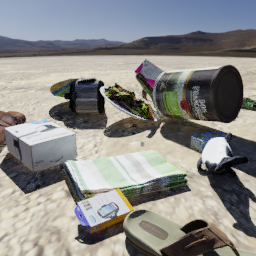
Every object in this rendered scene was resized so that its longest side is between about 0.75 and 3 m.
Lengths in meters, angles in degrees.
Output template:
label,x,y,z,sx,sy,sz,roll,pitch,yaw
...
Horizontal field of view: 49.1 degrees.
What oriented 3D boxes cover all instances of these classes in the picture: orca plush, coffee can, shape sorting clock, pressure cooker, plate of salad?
label,x,y,z,sx,sy,sz,roll,pitch,yaw
orca plush,2.651,0.856,7.407,0.900,1.331,2.531,40,-4,2
coffee can,2.764,-1.343,11.271,2.127,2.127,2.907,-15,15,-38
shape sorting clock,-2.715,-2.127,14.932,2.821,0.553,2.821,-11,-12,-2
pressure cooker,-2.059,-1.473,13.238,1.863,1.639,1.664,0,53,3
plate of salad,0.164,-1.215,12.451,2.958,0.710,2.958,24,22,-10

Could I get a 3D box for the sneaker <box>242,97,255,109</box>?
label,x,y,z,sx,sy,sz,roll,pitch,yaw
sneaker,6.236,-1.215,14.262,1.443,0.555,0.639,8,28,29

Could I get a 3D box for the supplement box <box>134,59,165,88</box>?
label,x,y,z,sx,sy,sz,roll,pitch,yaw
supplement box,1.353,-2.567,14.372,1.844,0.933,0.953,42,-1,24

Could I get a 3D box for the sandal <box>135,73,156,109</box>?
label,x,y,z,sx,sy,sz,roll,pitch,yaw
sandal,0.796,-1.667,12.695,0.535,1.875,0.744,-27,26,22

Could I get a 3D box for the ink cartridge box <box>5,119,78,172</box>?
label,x,y,z,sx,sy,sz,roll,pitch,yaw
ink cartridge box,-2.722,0.454,8.711,1.458,0.841,2.010,-16,24,-39

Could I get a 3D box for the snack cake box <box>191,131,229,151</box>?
label,x,y,z,sx,sy,sz,roll,pitch,yaw
snack cake box,2.782,0.435,9.526,1.106,0.372,0.636,-8,19,-21

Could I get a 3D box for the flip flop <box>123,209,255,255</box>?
label,x,y,z,sx,sy,sz,roll,pitch,yaw
flip flop,1.047,1.867,4.654,2.680,0.772,1.087,15,24,38

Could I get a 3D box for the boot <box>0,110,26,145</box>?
label,x,y,z,sx,sy,sz,roll,pitch,yaw
boot,-5.425,0.091,9.899,2.772,0.955,2.974,-1,23,4

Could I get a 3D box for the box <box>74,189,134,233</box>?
label,x,y,z,sx,sy,sz,roll,pitch,yaw
box,-0.517,1.697,5.759,1.127,0.234,0.671,-14,39,-29

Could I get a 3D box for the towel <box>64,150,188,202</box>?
label,x,y,z,sx,sy,sz,roll,pitch,yaw
towel,-0.128,1.119,7.424,2.806,0.431,2.094,-8,21,-22
